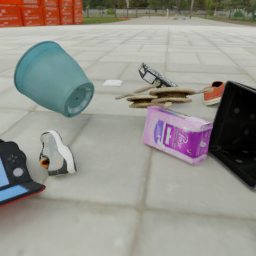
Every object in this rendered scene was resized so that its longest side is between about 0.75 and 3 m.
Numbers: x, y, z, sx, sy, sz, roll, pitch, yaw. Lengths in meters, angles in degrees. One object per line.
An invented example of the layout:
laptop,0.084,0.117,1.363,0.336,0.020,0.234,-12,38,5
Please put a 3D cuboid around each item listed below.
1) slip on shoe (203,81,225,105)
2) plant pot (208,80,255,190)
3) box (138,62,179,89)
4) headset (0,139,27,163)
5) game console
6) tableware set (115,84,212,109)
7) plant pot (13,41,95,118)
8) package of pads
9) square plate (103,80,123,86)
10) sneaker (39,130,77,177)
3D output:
slip on shoe,3.970,-1.678,11.970,0.944,0.780,2.550,-9,13,46
plant pot,3.519,0.133,7.097,1.842,2.071,2.076,3,22,-22
box,1.319,-1.880,11.354,1.870,0.459,1.507,30,21,-16
headset,-3.582,0.625,7.028,2.062,0.969,1.273,15,26,5
game console,-3.069,1.016,5.601,2.228,1.322,1.920,-16,63,-32
tableware set,0.910,-0.749,8.446,1.900,0.576,2.874,0,-1,-23
plant pot,-2.126,-1.371,8.744,1.871,1.991,1.991,37,38,18
package of pads,1.303,0.152,7.815,1.907,1.149,0.721,23,26,40
square plate,-0.771,-2.320,14.345,0.902,0.128,0.893,4,26,8
sneaker,-2.030,0.627,7.371,0.766,0.714,1.932,-18,31,-25
